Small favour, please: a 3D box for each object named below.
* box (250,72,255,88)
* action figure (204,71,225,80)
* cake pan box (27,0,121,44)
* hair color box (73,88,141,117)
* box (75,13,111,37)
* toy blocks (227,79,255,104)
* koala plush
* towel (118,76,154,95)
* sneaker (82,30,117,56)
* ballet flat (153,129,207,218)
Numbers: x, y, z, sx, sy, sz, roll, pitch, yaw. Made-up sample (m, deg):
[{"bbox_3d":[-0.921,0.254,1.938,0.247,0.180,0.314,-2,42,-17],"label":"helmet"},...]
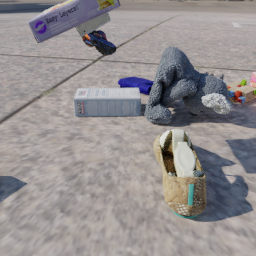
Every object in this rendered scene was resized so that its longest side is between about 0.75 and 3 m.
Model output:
[{"bbox_3d":[5.134,-1.347,9.789,0.830,0.900,1.754,-6,28,-12],"label":"box"},{"bbox_3d":[3.335,-1.905,11.121,0.819,0.703,1.378,8,25,-8],"label":"action figure"},{"bbox_3d":[-0.905,-2.156,5.074,1.503,0.427,1.632,-19,29,7],"label":"cake pan box"},{"bbox_3d":[-0.648,-0.858,9.123,2.079,0.630,1.029,0,27,-2],"label":"hair color box"},{"bbox_3d":[-1.274,-3.844,9.168,1.110,0.909,2.337,-27,29,7],"label":"box"},{"bbox_3d":[3.884,-1.258,10.040,0.938,0.686,1.372,-21,31,-14],"label":"toy blocks"},{"bbox_3d":[1.957,-1.163,8.485,2.363,2.172,2.096,17,30,6],"label":"koala plush"},{"bbox_3d":[0.505,-1.676,11.061,1.573,0.390,1.161,22,27,36],"label":"towel"},{"bbox_3d":[-0.914,-2.953,9.334,0.627,0.602,1.598,-44,58,-14],"label":"sneaker"},{"bbox_3d":[1.119,0.587,5.967,1.014,0.939,2.876,0,27,-4],"label":"ballet flat"}]
